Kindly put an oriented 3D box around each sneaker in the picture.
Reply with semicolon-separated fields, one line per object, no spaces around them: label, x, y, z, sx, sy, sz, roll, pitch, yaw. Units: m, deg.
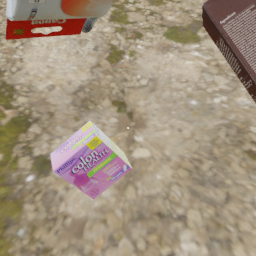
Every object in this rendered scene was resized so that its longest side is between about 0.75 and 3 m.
sneaker;-1.078;-3.479;8.780;0.495;1.329;0.579;49;45;-10

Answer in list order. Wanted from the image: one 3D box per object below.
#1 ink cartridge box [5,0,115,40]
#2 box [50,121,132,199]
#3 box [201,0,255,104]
ink cartridge box;-1.817;-2.917;7.215;2.414;2.977;0.746;-16;79;-29
box;-0.619;0.575;4.834;0.913;1.038;0.502;-39;35;5
box;3.003;-1.805;6.667;1.124;1.502;2.999;-35;83;14
